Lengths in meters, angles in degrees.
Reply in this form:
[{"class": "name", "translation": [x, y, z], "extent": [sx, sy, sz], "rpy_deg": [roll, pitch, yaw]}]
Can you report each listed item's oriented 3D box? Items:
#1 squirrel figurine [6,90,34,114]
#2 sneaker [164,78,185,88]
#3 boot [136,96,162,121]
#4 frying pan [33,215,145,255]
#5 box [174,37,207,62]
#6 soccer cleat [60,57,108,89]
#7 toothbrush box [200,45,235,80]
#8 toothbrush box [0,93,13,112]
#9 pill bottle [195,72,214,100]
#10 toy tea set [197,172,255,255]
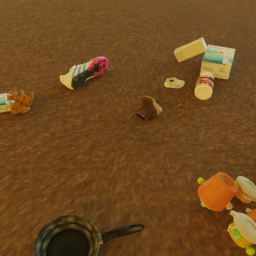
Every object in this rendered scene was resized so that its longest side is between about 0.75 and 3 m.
[{"class": "squirrel figurine", "translation": [-4.071, -0.991, 10.411], "extent": [0.873, 0.662, 0.935], "rpy_deg": [18, 64, -27]}, {"class": "sneaker", "translation": [1.992, -1.905, 11.737], "extent": [0.893, 0.361, 0.342], "rpy_deg": [-6, 54, -18]}, {"class": "boot", "translation": [0.638, -0.756, 10.452], "extent": [0.906, 0.394, 1.089], "rpy_deg": [-26, 48, -27]}, {"class": "frying pan", "translation": [-0.998, 2.530, 6.681], "extent": [2.463, 0.401, 1.490], "rpy_deg": [-23, 47, -27]}, {"class": "box", "translation": [2.935, -3.670, 13.180], "extent": [1.420, 0.583, 0.486], "rpy_deg": [-15, 30, 34]}, {"class": "soccer cleat", "translation": [-1.894, -2.526, 12.142], "extent": [1.057, 0.855, 2.449], "rpy_deg": [25, 47, 27]}, {"class": "toothbrush box", "translation": [4.105, -3.039, 12.815], "extent": [1.285, 0.748, 1.755], "rpy_deg": [15, 42, 16]}, {"class": "toothbrush box", "translation": [-4.740, -0.980, 10.756], "extent": [0.580, 0.338, 0.792], "rpy_deg": [-10, 41, -11]}, {"class": "pill bottle", "translation": [3.123, -1.738, 11.360], "extent": [0.676, 0.676, 1.185], "rpy_deg": [12, 43, 14]}, {"class": "toy tea set", "translation": [2.684, 2.322, 6.748], "extent": [1.676, 1.043, 2.818], "rpy_deg": [21, 33, -21]}]
